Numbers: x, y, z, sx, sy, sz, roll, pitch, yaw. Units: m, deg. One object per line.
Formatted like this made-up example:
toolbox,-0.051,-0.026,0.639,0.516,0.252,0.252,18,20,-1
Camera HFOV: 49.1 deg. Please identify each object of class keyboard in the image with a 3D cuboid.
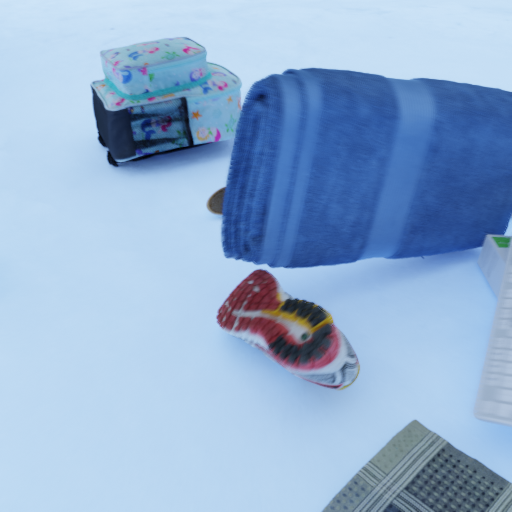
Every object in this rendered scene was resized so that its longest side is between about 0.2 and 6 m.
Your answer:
keyboard,4.003,0.435,7.477,1.331,0.252,4.731,0,37,33

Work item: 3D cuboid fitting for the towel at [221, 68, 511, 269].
towel,1.953,-1.268,8.333,4.941,2.758,1.199,-4,31,-27

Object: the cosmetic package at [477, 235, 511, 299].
cosmetic package,4.071,0.310,8.638,0.771,0.608,1.434,2,34,-4

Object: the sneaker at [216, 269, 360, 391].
sneaker,0.342,1.019,7.429,1.023,1.079,2.628,-47,32,-6

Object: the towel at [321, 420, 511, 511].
towel,1.789,2.660,5.578,1.836,0.317,1.767,-29,41,-33

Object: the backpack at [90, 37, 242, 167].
backpack,-1.982,-3.633,12.906,3.301,2.485,2.930,-10,33,-20

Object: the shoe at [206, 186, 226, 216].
shoe,-0.344,-1.160,11.009,1.590,0.556,0.424,-28,-1,-31
